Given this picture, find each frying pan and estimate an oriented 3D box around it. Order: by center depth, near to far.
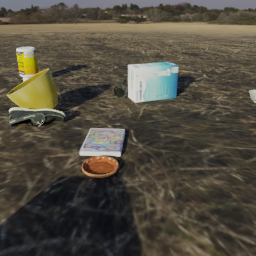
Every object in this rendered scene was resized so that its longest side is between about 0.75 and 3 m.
[{"bbox_3d":[-0.324,-1.693,11.645,0.614,1.014,0.165,2,-21,-15],"label":"frying pan"}]

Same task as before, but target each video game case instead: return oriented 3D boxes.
[{"bbox_3d":[-0.659,0.365,7.761,1.061,0.134,1.482,2,24,3],"label":"video game case"}]

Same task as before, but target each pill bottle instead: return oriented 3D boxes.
[{"bbox_3d":[-4.888,-3.076,13.713,0.910,1.665,0.910,0,24,0],"label":"pill bottle"}]

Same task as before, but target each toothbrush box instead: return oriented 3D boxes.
[{"bbox_3d":[0.994,-1.870,11.318,1.890,1.384,0.806,-10,25,-18],"label":"toothbrush box"}]

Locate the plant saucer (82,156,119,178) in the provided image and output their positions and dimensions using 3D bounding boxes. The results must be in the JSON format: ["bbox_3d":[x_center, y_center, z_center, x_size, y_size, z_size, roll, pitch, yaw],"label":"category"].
[{"bbox_3d":[-0.642,0.913,6.508,0.847,0.137,0.847,0,24,0],"label":"plant saucer"}]

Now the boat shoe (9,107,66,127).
[{"bbox_3d":[-2.861,-0.268,8.881,1.721,0.618,0.582,1,60,-15],"label":"boat shoe"}]

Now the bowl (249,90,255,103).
[{"bbox_3d":[5.181,-1.200,11.006,0.858,0.402,0.858,0,24,0],"label":"bowl"}]

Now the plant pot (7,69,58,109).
[{"bbox_3d":[-3.064,-1.095,9.536,1.620,1.150,1.620,-25,24,12],"label":"plant pot"}]
